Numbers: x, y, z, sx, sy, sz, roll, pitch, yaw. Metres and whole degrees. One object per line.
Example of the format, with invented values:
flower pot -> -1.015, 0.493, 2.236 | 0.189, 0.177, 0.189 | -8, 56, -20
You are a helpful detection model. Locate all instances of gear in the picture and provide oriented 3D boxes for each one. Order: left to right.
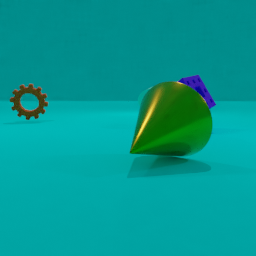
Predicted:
gear -> -3.188, -0.840, 9.059 | 1.143, 1.143, 0.211 | -1, 17, -11

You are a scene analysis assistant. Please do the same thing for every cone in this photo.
cone -> 0.298, 0.076, 3.142 | 0.992, 0.992, 0.996 | 4, 23, 35
cone -> 0.940, -1.159, 9.217 | 1.040, 1.040, 1.044 | 2, 43, 16

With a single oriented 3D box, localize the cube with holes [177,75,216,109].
cube with holes -> 1.339, -0.622, 6.475 | 0.829, 0.829, 0.829 | -34, -9, 40
